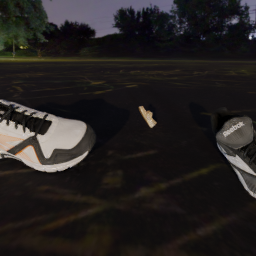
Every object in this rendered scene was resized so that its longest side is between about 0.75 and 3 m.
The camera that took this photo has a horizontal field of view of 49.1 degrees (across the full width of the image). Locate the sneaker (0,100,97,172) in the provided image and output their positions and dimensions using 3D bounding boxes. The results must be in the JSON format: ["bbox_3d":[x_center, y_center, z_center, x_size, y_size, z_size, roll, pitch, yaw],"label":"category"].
[{"bbox_3d":[-1.996,0.068,5.305,2.851,1.140,1.051,3,48,16],"label":"sneaker"}]

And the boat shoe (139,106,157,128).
[{"bbox_3d":[0.572,-0.358,7.981,0.270,0.782,0.288,-34,35,0],"label":"boat shoe"}]

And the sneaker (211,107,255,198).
[{"bbox_3d":[1.848,0.330,4.393,0.708,0.964,2.132,-34,30,9],"label":"sneaker"}]
